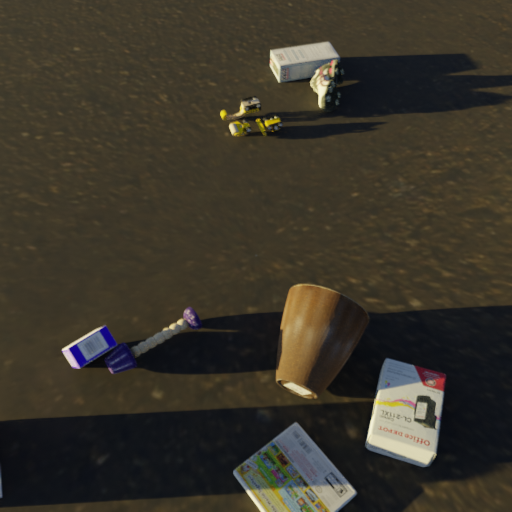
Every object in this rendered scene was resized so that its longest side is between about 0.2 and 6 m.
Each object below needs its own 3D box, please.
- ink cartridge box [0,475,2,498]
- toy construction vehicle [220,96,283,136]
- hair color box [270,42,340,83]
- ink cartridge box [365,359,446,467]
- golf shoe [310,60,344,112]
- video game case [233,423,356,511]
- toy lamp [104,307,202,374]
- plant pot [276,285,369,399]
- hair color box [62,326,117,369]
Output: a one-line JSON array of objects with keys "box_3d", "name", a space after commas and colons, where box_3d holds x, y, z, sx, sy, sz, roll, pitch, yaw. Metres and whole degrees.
[{"box_3d": [-4.069, 2.798, 7.974, 0.530, 0.915, 1.263, -16, 52, -11], "name": "ink cartridge box"}, {"box_3d": [-0.122, -3.230, 13.382, 1.221, 0.430, 1.063, -20, 64, -12], "name": "toy construction vehicle"}, {"box_3d": [1.279, -5.145, 14.848, 1.664, 0.505, 0.824, -12, 51, -11], "name": "hair color box"}, {"box_3d": [2.300, 2.376, 8.564, 0.971, 0.552, 1.333, 14, 52, 11], "name": "ink cartridge box"}, {"box_3d": [1.733, -4.191, 14.093, 0.731, 0.641, 1.660, -6, 51, 30], "name": "golf shoe"}, {"box_3d": [0.548, 3.278, 8.084, 1.219, 0.153, 1.339, -31, 58, -23], "name": "video game case"}, {"box_3d": [-1.735, 1.431, 9.421, 1.667, 0.485, 0.485, -29, 56, -25], "name": "toy lamp"}, {"box_3d": [0.913, 1.457, 8.961, 1.396, 1.396, 1.494, 18, 65, 14], "name": "plant pot"}, {"box_3d": [-2.669, 1.464, 8.919, 0.664, 1.215, 0.394, -32, 94, -24], "name": "hair color box"}]
